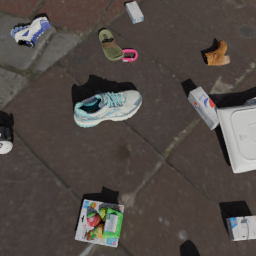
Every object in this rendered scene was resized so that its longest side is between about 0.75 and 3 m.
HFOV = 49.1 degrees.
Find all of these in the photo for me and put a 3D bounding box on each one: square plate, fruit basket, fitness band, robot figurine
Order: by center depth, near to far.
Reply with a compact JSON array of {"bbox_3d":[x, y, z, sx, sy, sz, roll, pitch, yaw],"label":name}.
[{"bbox_3d":[-0.966,3.204,9.538,1.478,0.693,1.369,9,65,7],"label":"fruit basket"},{"bbox_3d":[4.938,0.253,10.744,2.553,0.367,2.577,-8,76,-10],"label":"square plate"},{"bbox_3d":[-4.904,0.399,10.782,0.754,0.907,1.208,-10,64,-25],"label":"robot figurine"},{"bbox_3d":[0.016,-3.336,12.820,0.839,0.157,0.602,2,66,7],"label":"fitness band"}]

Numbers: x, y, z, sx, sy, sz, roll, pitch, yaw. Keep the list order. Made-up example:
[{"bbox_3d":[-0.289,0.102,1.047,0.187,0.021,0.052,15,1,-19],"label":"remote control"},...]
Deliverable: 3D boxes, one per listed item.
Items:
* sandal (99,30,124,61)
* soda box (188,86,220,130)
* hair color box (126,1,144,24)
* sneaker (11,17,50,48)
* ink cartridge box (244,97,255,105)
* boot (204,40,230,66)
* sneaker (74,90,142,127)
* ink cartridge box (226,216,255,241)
[{"bbox_3d":[-0.857,-3.823,12.794,0.792,0.569,1.995,-28,66,-4],"label":"sandal"},{"bbox_3d":[3.176,-0.821,11.447,0.547,0.589,1.725,-26,67,-12],"label":"soda box"},{"bbox_3d":[0.319,-5.722,13.858,0.538,0.329,1.086,-19,67,-9],"label":"hair color box"},{"bbox_3d":[-4.409,-4.292,13.040,1.844,0.745,1.065,-25,71,-4],"label":"sneaker"},{"bbox_3d":[5.462,-0.910,11.573,1.013,0.426,0.739,-20,67,-9],"label":"ink cartridge box"},{"bbox_3d":[3.976,-3.401,12.758,1.023,0.505,1.318,-7,72,1],"label":"boot"},{"bbox_3d":[-0.755,-0.887,11.105,2.898,1.251,1.125,-21,67,-9],"label":"sneaker"},{"bbox_3d":[3.976,3.417,9.576,0.995,0.427,0.728,-5,65,-1],"label":"ink cartridge box"}]
